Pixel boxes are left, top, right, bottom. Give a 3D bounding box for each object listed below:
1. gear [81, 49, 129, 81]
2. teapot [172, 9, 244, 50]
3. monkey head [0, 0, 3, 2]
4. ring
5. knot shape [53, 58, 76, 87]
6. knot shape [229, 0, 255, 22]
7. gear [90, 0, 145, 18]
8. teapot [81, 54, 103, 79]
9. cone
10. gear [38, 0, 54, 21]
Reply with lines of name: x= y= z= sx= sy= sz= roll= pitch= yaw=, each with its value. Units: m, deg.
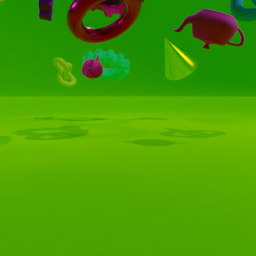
gear: x=-0.881 y=-2.449 z=11.076 sx=1.860 sy=0.344 sz=1.860 roll=4 pitch=-17 yaw=1
teapot: x=1.593 y=-1.904 z=5.470 sx=1.414 sy=0.692 sz=0.879 roll=17 pitch=20 yaw=2
monkey head: x=-3.630 y=-3.764 z=7.414 sx=1.141 sy=0.956 sz=1.586 roll=-27 pitch=40 yaw=-33
ring: x=-0.522 y=-2.559 z=6.326 sx=1.761 sy=0.352 sz=1.761 roll=-21 pitch=-15 yaw=-6
knot shape: x=-2.629 y=-2.350 z=11.482 sx=0.595 sy=1.206 sz=1.288 roll=-21 pitch=39 yaw=5
knot shape: x=3.313 y=-2.982 z=6.648 sx=0.936 sy=1.896 sz=2.026 roll=-25 pitch=7 yaw=-5
gear: x=-0.522 y=-3.441 z=6.749 sx=1.956 sy=0.362 sz=1.956 roll=16 pitch=-13 yaw=4
teapot: x=-1.062 y=-1.851 z=8.465 sx=0.659 sy=0.519 sz=1.059 roll=14 pitch=44 yaw=8
cone: x=1.780 y=-2.934 z=10.920 sx=1.512 sy=1.512 sz=1.518 roll=7 pitch=-30 yaw=44
gear: x=-1.572 y=-2.796 z=5.486 sx=0.237 sy=1.279 sz=1.279 roll=5 pitch=6 yaw=-15
